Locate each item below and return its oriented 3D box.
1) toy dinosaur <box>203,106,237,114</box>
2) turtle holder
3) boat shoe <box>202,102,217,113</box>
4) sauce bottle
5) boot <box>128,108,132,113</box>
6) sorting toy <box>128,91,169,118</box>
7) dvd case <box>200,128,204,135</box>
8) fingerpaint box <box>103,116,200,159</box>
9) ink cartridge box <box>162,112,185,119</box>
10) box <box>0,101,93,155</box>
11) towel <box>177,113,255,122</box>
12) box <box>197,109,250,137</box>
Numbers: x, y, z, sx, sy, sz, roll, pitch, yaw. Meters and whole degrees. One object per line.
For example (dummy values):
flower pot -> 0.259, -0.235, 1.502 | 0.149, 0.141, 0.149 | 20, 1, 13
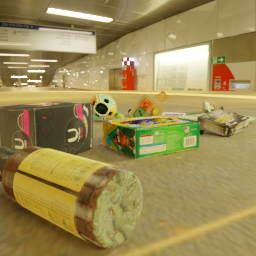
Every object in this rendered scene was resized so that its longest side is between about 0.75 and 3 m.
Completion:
toy dinosaur -> 4.101, -0.754, 12.702 | 1.493, 0.354, 0.658 | 2, 24, 4
turtle holder -> -1.073, -0.797, 12.839 | 1.234, 1.624, 1.154 | -32, 9, 3
boat shoe -> 4.487, -1.110, 15.339 | 0.695, 0.759, 2.032 | -2, 7, 22
sauce bottle -> -1.147, 0.742, 3.998 | 2.902, 0.939, 0.939 | 10, 14, 40
boot -> 0.855, -0.852, 14.607 | 1.085, 0.545, 1.504 | -5, 7, -34
sorting toy -> 0.643, -0.517, 9.215 | 0.981, 1.742, 0.237 | 34, 11, -21
dvd case -> 1.660, 0.001, 10.349 | 1.434, 0.236, 1.908 | -2, 9, -19
fingerpaint box -> 0.615, 0.159, 7.881 | 2.141, 0.785, 1.786 | -6, 11, -30
ink cartridge box -> 2.227, -0.596, 13.892 | 1.145, 0.269, 1.132 | 1, 11, 16
box -> -1.908, 0.040, 6.957 | 1.143, 1.318, 2.156 | 5, 11, 26
towel -> 3.879, -0.347, 12.241 | 2.969, 0.347, 2.264 | -7, 12, -42
box -> 3.444, -0.221, 10.123 | 1.603, 0.387, 1.270 | -17, 30, -43
